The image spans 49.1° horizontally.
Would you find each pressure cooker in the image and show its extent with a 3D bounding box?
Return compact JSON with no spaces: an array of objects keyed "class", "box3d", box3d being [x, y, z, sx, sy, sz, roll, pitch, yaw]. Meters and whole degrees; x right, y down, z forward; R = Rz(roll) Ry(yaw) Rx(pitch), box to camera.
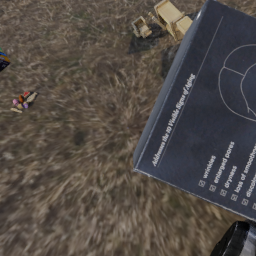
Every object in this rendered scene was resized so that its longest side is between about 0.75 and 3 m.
[{"class":"pressure cooker","box3d":[2.143,2.605,4.203,1.981,1.770,1.743,32,80,22]}]

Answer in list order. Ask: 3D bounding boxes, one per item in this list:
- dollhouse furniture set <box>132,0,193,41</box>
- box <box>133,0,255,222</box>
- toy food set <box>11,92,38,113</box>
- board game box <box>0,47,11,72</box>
[{"class":"dollhouse furniture set","box3d":[1.225,-3.108,9.316,1.550,0.975,1.753,-33,56,6]},{"class":"box","box3d":[1.955,-0.122,5.053,2.900,1.828,2.950,24,91,-1]},{"class":"toy food set","box3d":[-2.920,-0.778,7.786,0.488,0.121,0.768,15,54,11]},{"class":"board game box","box3d":[-2.799,-1.561,4.051,0.525,1.853,1.532,-35,87,10]}]
